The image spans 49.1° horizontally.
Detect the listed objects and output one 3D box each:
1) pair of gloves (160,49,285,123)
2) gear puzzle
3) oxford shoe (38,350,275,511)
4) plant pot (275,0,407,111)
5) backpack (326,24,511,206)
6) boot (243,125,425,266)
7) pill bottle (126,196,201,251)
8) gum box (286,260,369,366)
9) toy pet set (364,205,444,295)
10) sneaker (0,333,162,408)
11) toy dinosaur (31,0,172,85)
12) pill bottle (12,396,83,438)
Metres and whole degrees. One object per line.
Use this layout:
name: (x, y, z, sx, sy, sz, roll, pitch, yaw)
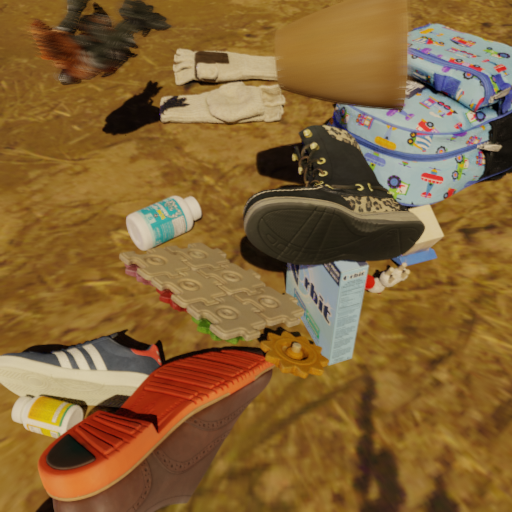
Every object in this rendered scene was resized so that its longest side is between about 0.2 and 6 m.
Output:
pair of gloves: (-0.785, -4.404, 14.266, 3.068, 0.633, 3.609, 2, 43, 2)
gear puzzle: (-0.351, 0.782, 8.259, 1.868, 0.472, 3.606, -10, 32, -46)
oxford shoe: (-0.947, 2.148, 6.824, 1.219, 1.242, 3.424, 3, 18, 43)
plant pot: (0.961, -2.311, 6.458, 1.425, 1.328, 1.328, -2, 42, 9)
backpack: (3.048, -2.647, 10.777, 3.720, 2.503, 3.396, -26, 49, -31)
boot: (0.694, -0.821, 6.759, 2.427, 0.876, 1.833, 3, 46, -32)
pill bottle: (-1.625, -0.638, 10.042, 1.261, 0.699, 0.699, -28, 49, -28)
gum box: (0.935, 0.352, 8.053, 0.422, 1.893, 1.609, -14, 44, -15)
toy pet set: (2.046, -0.351, 9.438, 1.812, 1.031, 1.941, -14, 72, -16)
sneaker: (-2.371, 1.476, 7.667, 2.204, 0.826, 0.932, 9, 44, -5)
toy dinosaur: (-2.732, -3.636, 9.470, 2.123, 1.597, 3.127, -43, 26, 19)
pill bottle: (-2.704, 2.071, 7.236, 0.804, 0.453, 0.453, 10, 43, 11)
